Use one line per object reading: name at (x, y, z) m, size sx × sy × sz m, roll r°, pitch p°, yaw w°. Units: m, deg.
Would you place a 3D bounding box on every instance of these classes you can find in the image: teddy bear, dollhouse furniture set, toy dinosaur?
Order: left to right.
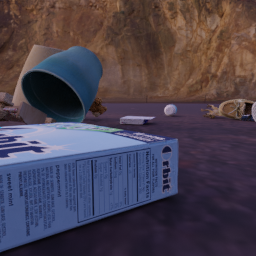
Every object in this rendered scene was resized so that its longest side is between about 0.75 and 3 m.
dollhouse furniture set at (-3.787, -0.078, 7.788) m, size 2.307 × 1.321 × 2.705 m, roll 4°, pitch -16°, yaw 24°
teddy bear at (-1.657, -1.003, 12.245) m, size 1.293 × 0.595 × 1.783 m, roll -16°, pitch -33°, yaw 2°
toy dinosaur at (4.347, -0.788, 13.783) m, size 2.179 × 0.634 × 1.102 m, roll -24°, pitch 28°, yaw -38°

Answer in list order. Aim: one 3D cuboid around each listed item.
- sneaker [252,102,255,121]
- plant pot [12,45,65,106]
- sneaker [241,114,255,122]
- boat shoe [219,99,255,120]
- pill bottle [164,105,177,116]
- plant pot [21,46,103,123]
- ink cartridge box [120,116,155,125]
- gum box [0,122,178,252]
sneaker at (4.501, -0.298, 7.976) m, size 0.851 × 0.840 × 2.142 m, roll -6°, pitch 19°, yaw -12°
plant pot at (-3.609, -2.083, 12.469) m, size 2.743 × 2.929 × 2.743 m, roll 11°, pitch 12°, yaw -2°
sneaker at (5.111, -0.431, 11.592) m, size 0.309 × 0.304 × 0.802 m, roll -9°, pitch 11°, yaw -34°
boat shoe at (5.266, -0.800, 12.123) m, size 2.529 × 0.927 × 0.793 m, roll 3°, pitch 4°, yaw 18°
pill bottle at (2.278, -0.943, 14.958) m, size 0.603 × 0.603 × 1.088 m, roll 2°, pitch 7°, yaw 14°
plant pot at (-1.894, -1.525, 9.085) m, size 2.200 × 2.200 × 2.067 m, roll 3°, pitch 45°, yaw 28°
ink cartridge box at (0.395, -0.285, 10.529) m, size 1.166 × 0.253 × 1.145 m, roll 4°, pitch 7°, yaw 14°
gum box at (-1.257, 0.366, 2.727) m, size 2.689 × 0.599 × 2.284 m, roll -5°, pitch 8°, yaw -38°
